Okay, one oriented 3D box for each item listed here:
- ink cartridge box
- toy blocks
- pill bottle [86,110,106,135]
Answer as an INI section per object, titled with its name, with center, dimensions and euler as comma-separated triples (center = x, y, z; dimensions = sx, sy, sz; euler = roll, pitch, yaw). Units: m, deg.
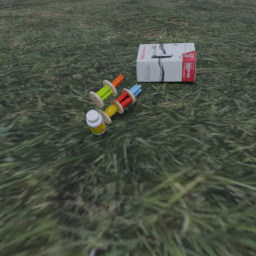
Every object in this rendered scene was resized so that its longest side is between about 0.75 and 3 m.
[ink cartridge box]
center = 1.598, -2.786, 11.862
dimensions = 2.388, 1.000, 1.723
euler = 0, 39, 9
[toy blocks]
center = -0.288, -1.105, 8.877
dimensions = 1.665, 1.387, 0.604
euler = -43, 52, -19
[pill bottle]
center = -0.944, -0.165, 8.175
dimensions = 0.461, 0.830, 0.461
euler = -3, 62, 7
